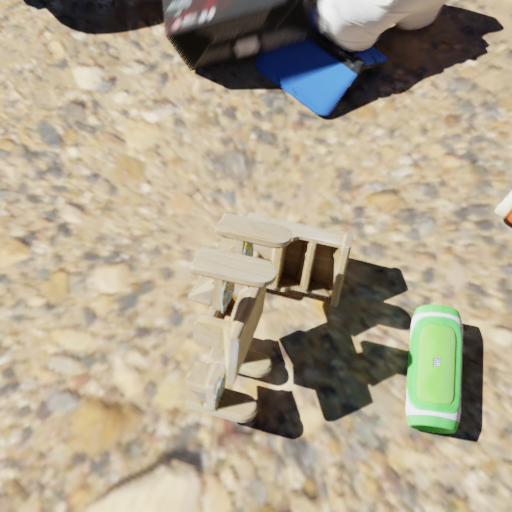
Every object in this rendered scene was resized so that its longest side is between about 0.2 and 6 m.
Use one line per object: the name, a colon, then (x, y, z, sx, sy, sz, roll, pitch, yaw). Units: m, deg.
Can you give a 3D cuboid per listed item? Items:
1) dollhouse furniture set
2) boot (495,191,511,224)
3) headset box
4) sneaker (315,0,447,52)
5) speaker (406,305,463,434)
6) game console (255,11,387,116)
dollhouse furniture set: (0.239, 0.562, 6.988, 1.539, 2.172, 2.365, 13, 35, 9)
boot: (4.863, -1.238, 8.363, 1.546, 1.082, 2.883, 39, 73, 20)
headset box: (-0.393, -4.908, 9.277, 2.239, 1.130, 3.013, -9, 75, 14)
sneaker: (2.181, -4.280, 9.087, 2.986, 1.300, 1.112, -31, 86, -28)
speaker: (2.353, 1.478, 7.388, 0.700, 0.700, 1.583, 9, 67, 4)
game console: (1.120, -3.357, 9.677, 1.688, 0.999, 1.441, 43, 42, 17)
